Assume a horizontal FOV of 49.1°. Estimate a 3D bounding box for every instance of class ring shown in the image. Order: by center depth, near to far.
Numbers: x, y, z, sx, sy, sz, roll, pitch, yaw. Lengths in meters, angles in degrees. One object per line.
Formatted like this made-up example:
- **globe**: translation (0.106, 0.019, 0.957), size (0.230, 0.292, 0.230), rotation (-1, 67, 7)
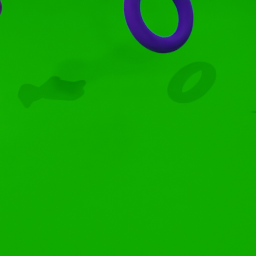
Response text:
- **ring**: translation (0.763, -2.715, 6.613), size (1.897, 0.379, 1.897), rotation (0, 89, -27)

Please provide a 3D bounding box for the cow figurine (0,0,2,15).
- **cow figurine**: translation (-3.460, -2.439, 6.264), size (1.659, 1.632, 0.911), rotation (-1, 29, 18)
